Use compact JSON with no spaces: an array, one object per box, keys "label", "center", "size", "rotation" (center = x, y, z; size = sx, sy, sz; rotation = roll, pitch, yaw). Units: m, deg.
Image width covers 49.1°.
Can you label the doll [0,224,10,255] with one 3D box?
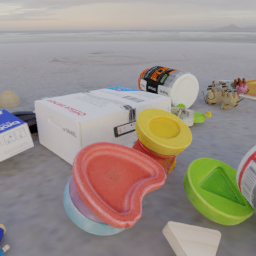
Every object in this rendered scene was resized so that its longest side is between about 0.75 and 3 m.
[{"label":"doll","center":[-1.989,1.729,3.973],"size":[0.607,0.216,0.890],"rotation":[-3,21,-6]}]

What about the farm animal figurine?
[{"label":"farm animal figurine","center":[3.797,-1.212,10.828],"size":[1.801,0.950,1.821],"rotation":[1,25,38]}]

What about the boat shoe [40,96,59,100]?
[{"label":"boat shoe","center":[-2.743,-1.003,10.700],"size":[1.373,0.506,0.440],"rotation":[2,29,24]}]

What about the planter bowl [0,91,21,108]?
[{"label":"planter bowl","center":[-4.712,-1.178,11.110],"size":[0.806,0.542,0.806],"rotation":[1,21,0]}]

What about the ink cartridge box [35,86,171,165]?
[{"label":"ink cartridge box","center":[-0.630,-0.197,7.508],"size":[2.981,1.257,2.176],"rotation":[-18,27,-38]}]

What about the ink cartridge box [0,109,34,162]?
[{"label":"ink cartridge box","center":[-3.669,0.534,5.840],"size":[2.943,0.651,1.383],"rotation":[-28,33,-34]}]

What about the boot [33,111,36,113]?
[{"label":"boot","center":[-2.489,-0.343,8.989],"size":[1.416,0.521,0.677],"rotation":[-30,57,-22]}]

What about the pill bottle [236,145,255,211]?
[{"label":"pill bottle","center":[2.579,1.188,3.559],"size":[1.356,1.356,2.381],"rotation":[-4,30,-10]}]

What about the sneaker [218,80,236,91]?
[{"label":"sneaker","center":[5.076,-2.127,13.647],"size":[1.360,0.530,0.676],"rotation":[20,25,40]}]

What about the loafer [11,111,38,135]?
[{"label":"loafer","center":[-2.327,-0.087,8.126],"size":[2.275,0.818,0.717],"rotation":[-6,43,-21]}]

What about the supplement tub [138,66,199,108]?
[{"label":"supplement tub","center":[1.494,-1.650,11.073],"size":[1.440,1.440,2.351],"rotation":[-13,24,-30]}]

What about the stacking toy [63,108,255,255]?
[{"label":"stacking toy","center":[0.538,1.178,4.984],"size":[2.713,1.266,2.997],"rotation":[40,40,20]}]

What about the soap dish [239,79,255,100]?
[{"label":"soap dish","center":[5.781,-1.744,12.408],"size":[1.630,0.662,1.282],"rotation":[-12,24,-31]}]

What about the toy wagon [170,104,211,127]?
[{"label":"toy wagon","center":[1.530,-0.373,9.151],"size":[2.258,0.447,1.752],"rotation":[6,22,14]}]
